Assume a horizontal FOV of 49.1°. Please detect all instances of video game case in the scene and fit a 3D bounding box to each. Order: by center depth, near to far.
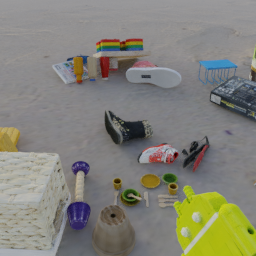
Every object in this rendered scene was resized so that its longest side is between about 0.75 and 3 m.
[{"bbox_3d":[-3.071,-3.115,15.335,1.537,0.200,1.689,-22,53,-28],"label":"video game case"}]

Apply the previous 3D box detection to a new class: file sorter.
[{"bbox_3d":[4.638,-2.912,14.640,1.604,0.984,1.113,-6,32,-8],"label":"file sorter"}]

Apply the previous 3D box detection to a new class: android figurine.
[{"bbox_3d":[1.321,1.873,4.265,0.429,1.900,2.087,-5,47,-25],"label":"android figurine"}]

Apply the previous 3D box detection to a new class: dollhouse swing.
[{"bbox_3d":[-4.817,0.258,9.239,2.071,1.882,1.821,-1,54,0],"label":"dollhouse swing"}]

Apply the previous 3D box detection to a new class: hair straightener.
[{"bbox_3d":[2.257,0.746,9.573,0.771,0.410,2.003,18,37,25],"label":"hair straightener"}]

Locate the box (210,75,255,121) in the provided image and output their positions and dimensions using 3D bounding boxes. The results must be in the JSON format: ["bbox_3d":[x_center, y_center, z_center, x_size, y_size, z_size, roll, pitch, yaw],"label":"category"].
[{"bbox_3d":[5.160,-1.356,12.240,1.932,0.625,2.450,-34,47,-28],"label":"box"}]

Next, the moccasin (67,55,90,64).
[{"bbox_3d":[-3.005,-4.221,16.991,1.456,0.586,0.496,-7,46,-14],"label":"moccasin"}]

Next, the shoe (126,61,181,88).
[{"bbox_3d":[1.422,-2.901,14.580,2.886,1.031,1.313,8,38,19],"label":"shoe"}]

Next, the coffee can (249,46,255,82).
[{"bbox_3d":[6.830,-2.962,12.920,2.096,2.863,2.096,-2,32,1],"label":"coffee can"}]

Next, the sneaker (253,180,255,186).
[{"bbox_3d":[4.171,1.588,8.378,0.793,0.278,0.430,-33,73,-12],"label":"sneaker"}]

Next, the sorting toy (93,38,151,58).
[{"bbox_3d":[-0.442,-4.589,16.205,2.829,0.991,2.846,-5,12,-14],"label":"sorting toy"}]

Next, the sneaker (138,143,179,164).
[{"bbox_3d":[1.038,0.936,9.239,1.367,0.456,0.732,-19,35,-31],"label":"sneaker"}]

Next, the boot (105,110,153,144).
[{"bbox_3d":[-0.041,-0.109,10.693,1.471,0.703,1.948,-7,34,-18],"label":"boot"}]

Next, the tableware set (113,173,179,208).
[{"bbox_3d":[0.525,1.718,8.194,1.957,0.300,1.318,0,33,1],"label":"tableware set"}]

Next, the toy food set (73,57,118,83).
[{"bbox_3d":[-1.550,-3.167,15.242,1.373,1.294,2.876,6,13,34],"label":"toy food set"}]

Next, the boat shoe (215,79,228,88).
[{"bbox_3d":[4.693,-2.110,13.853,0.447,0.527,1.448,24,45,26],"label":"boat shoe"}]

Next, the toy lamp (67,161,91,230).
[{"bbox_3d":[-1.338,1.805,7.771,0.638,0.638,2.192,-3,34,-5],"label":"toy lamp"}]

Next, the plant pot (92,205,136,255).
[{"bbox_3d":[-0.341,2.363,6.633,1.077,0.934,1.077,1,32,0],"label":"plant pot"}]

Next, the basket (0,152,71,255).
[{"bbox_3d":[-3.039,1.764,6.762,2.888,1.782,1.958,0,33,2],"label":"basket"}]
